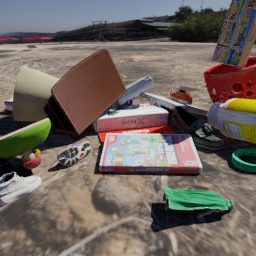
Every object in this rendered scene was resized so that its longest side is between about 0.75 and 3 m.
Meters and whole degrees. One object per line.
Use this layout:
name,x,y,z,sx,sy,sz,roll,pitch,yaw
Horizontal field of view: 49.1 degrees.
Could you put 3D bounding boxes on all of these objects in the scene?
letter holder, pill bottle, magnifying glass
letter holder,-1.738,-1.445,10.381,1.432,2.024,2.848,8,45,44
pill bottle,4.087,-0.263,9.526,1.419,1.419,2.721,-13,17,-30
magnifying glass,4.348,0.807,8.602,2.680,0.300,1.067,-9,24,-24

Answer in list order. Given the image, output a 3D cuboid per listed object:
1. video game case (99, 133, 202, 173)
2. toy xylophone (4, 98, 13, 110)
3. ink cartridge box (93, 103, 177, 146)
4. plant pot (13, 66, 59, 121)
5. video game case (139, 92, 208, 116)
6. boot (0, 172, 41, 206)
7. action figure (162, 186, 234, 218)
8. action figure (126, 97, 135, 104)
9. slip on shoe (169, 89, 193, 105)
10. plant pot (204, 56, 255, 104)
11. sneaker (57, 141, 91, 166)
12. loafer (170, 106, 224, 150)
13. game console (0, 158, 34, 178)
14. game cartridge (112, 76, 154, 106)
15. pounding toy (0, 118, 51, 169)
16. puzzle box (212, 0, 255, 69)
video game case,0.661,0.722,8.693,2.865,0.250,2.048,0,26,2
toy xylophone,-4.794,-1.318,13.526,1.651,0.567,2.255,2,22,3
ink cartridge box,0.186,-0.240,10.762,2.915,0.635,2.530,-6,21,-14
plant pot,-3.227,-1.219,11.556,2.383,2.232,2.232,8,21,-9
video game case,2.016,-1.095,12.570,2.160,0.262,2.372,6,14,-37
boot,-2.679,1.332,6.851,0.461,0.599,1.254,13,25,29
action figure,1.597,1.666,6.253,1.591,0.435,0.940,6,20,-4
action figure,0.149,-1.565,14.520,0.439,0.346,1.340,0,19,7
slip on shoe,2.413,-1.468,12.741,0.706,0.583,1.907,10,11,-16
plant pot,4.457,-1.524,11.374,2.418,2.202,2.418,-14,19,5
sneaker,-1.695,0.791,8.553,0.564,0.545,1.351,-5,8,30
loafer,2.356,-0.061,10.011,0.956,0.837,2.662,-11,24,-25
game console,-3.338,1.173,7.848,0.846,0.173,1.434,-19,30,-41
game cartridge,0.033,-1.646,12.785,1.932,0.587,2.898,-27,9,-2
pounding toy,-3.151,0.672,8.068,2.391,1.110,1.846,-20,10,16
puzzle box,4.130,-3.647,10.455,0.333,2.621,1.744,8,18,-20
